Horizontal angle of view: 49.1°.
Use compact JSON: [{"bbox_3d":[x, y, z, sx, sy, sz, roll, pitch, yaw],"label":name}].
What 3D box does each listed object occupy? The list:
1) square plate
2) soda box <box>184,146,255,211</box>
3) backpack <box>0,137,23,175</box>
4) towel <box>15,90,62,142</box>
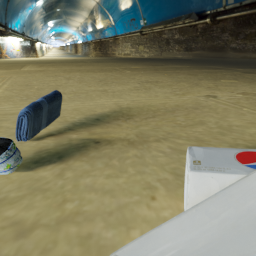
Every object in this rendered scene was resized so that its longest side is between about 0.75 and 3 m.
[{"bbox_3d":[1.038,1.092,1.825,1.801,0.259,1.818,-22,30,-21],"label":"square plate"},{"bbox_3d":[1.797,0.728,3.193,2.255,0.768,0.718,2,20,9],"label":"soda box"},{"bbox_3d":[-2.087,0.429,4.445,0.816,0.627,0.665,-16,26,32],"label":"backpack"},{"bbox_3d":[-2.000,-0.317,6.342,0.350,0.804,1.441,23,30,8],"label":"towel"}]
